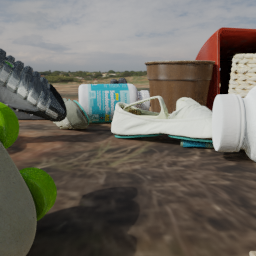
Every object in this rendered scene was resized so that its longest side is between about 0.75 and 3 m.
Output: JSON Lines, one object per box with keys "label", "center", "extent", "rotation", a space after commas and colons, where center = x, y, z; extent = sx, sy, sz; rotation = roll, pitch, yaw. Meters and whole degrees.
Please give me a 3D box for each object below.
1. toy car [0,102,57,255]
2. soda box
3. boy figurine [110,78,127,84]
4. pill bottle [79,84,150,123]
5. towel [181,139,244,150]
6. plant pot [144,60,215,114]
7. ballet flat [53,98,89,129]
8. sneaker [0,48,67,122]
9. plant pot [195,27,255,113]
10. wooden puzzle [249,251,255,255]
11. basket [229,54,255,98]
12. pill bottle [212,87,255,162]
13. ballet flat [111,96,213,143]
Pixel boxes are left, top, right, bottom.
{"label": "toy car", "center": [-1.798, 0.705, 2.195], "extent": [1.847, 1.457, 1.517], "rotation": [-28, 4, 9]}
{"label": "soda box", "center": [-4.056, -0.861, 9.686], "extent": [2.994, 1.059, 0.948], "rotation": [0, 14, 0]}
{"label": "boy figurine", "center": [-0.918, -1.444, 12.265], "extent": [1.626, 0.843, 2.615], "rotation": [-2, 23, 25]}
{"label": "pill bottle", "center": [-0.450, -0.805, 8.981], "extent": [2.205, 1.221, 1.221], "rotation": [-3, 11, -8]}
{"label": "towel", "center": [1.889, 0.296, 6.173], "extent": [1.421, 0.154, 1.042], "rotation": [4, 12, 12]}
{"label": "plant pot", "center": [1.381, -0.875, 7.712], "extent": [1.878, 1.859, 1.878], "rotation": [0, 11, 0]}
{"label": "ballet flat", "center": [-1.771, -0.327, 8.137], "extent": [0.853, 0.903, 2.679], "rotation": [-31, 18, -11]}
{"label": "sneaker", "center": [-2.694, -0.707, 5.870], "extent": [2.657, 1.534, 0.997], "rotation": [40, 21, -28]}
{"label": "plant pot", "center": [3.453, -1.439, 8.927], "extent": [2.746, 2.743, 2.420], "rotation": [-2, 5, -13]}
{"label": "wooden puzzle", "center": [1.379, 1.122, 1.845], "extent": [0.863, 0.174, 0.933], "rotation": [1, 6, 6]}
{"label": "basket", "center": [3.808, -0.860, 7.090], "extent": [2.478, 2.011, 2.500], "rotation": [6, 17, 24]}
{"label": "pill bottle", "center": [2.772, -0.061, 4.768], "extent": [2.467, 1.366, 1.366], "rotation": [1, 11, 8]}
{"label": "ballet flat", "center": [0.912, -0.227, 6.232], "extent": [2.995, 1.040, 1.040], "rotation": [2, 11, 28]}
